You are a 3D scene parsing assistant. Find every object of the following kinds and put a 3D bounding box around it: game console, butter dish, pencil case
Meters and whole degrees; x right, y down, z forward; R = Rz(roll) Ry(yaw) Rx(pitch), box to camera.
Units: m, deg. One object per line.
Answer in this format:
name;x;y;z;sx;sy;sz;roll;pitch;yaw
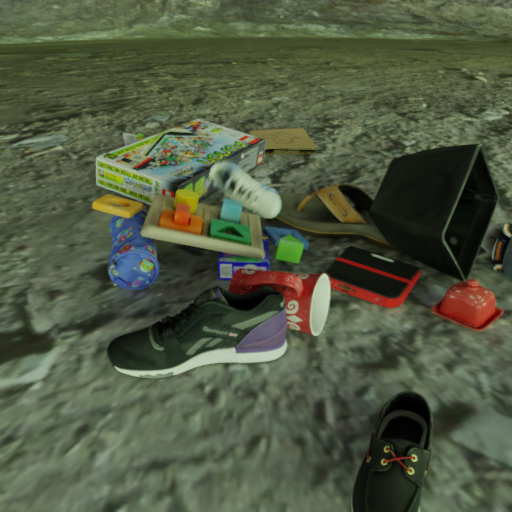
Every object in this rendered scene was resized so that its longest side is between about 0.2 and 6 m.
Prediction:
game console;1.917;0.331;9.353;1.374;0.213;1.215;20;36;26
butter dish;3.209;0.640;8.427;0.843;0.625;0.845;-25;36;-38
pencil case;-2.179;-0.130;9.794;0.877;0.788;2.019;-38;29;7

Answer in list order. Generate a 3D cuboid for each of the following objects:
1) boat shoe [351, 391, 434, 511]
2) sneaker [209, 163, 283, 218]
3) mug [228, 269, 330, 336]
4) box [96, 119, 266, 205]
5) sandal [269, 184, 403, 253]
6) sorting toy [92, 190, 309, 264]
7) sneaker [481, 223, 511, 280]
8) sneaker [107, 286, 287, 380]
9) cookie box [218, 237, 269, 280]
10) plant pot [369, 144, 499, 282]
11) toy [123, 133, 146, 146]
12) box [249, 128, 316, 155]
boat shoe;1.392;2.086;5.663;0.662;0.567;1.809;11;30;20
sneaker;-0.240;-1.309;11.382;0.700;0.694;1.931;-3;32;-47
mug;0.305;0.499;8.182;1.333;1.183;0.889;8;38;24
box;-1.696;-2.365;13.933;2.292;0.723;4.164;20;32;19
sandal;1.874;-0.895;11.087;3.498;0.955;1.429;16;31;28
sorting toy;-0.888;-0.685;9.932;3.951;0.538;2.224;11;20;-8
sneaker;4.546;0.055;9.239;0.939;0.928;2.366;6;15;-11
sneaker;-0.781;0.877;7.469;2.414;1.057;0.914;-7;28;-13
cookie box;-0.213;0.030;9.881;0.888;0.390;1.039;1;26;-1
plant pot;2.952;-0.787;9.519;1.525;1.714;1.719;14;73;38
toy;-2.987;-2.572;14.802;1.005;0.412;1.745;6;44;-25
box;0.752;-3.489;17.056;1.768;0.230;2.163;-3;28;-6
